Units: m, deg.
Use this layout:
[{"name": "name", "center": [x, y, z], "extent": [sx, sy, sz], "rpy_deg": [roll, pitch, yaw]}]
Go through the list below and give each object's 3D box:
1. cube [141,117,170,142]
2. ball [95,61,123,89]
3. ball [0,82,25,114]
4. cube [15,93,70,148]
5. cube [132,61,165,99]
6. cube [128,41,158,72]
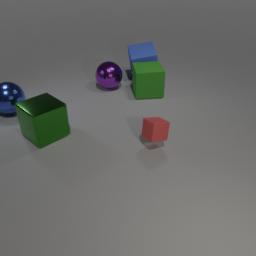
[{"name": "cube", "center": [0.982, 0.040, 10.065], "extent": [0.700, 0.700, 0.700], "rpy_deg": [-5, 21, -30]}, {"name": "ball", "center": [-0.981, -2.717, 14.404], "extent": [1.400, 1.400, 1.400], "rpy_deg": [0, 33, 0]}, {"name": "ball", "center": [-5.195, -1.304, 12.142], "extent": [1.400, 1.400, 1.400], "rpy_deg": [0, 33, 0]}, {"name": "cube", "center": [-3.250, -0.328, 10.747], "extent": [1.400, 1.400, 1.400], "rpy_deg": [-28, 42, -36]}, {"name": "cube", "center": [0.983, -2.384, 13.874], "extent": [1.400, 1.400, 1.400], "rpy_deg": [-4, 33, -5]}, {"name": "cube", "center": [0.822, -3.668, 15.296], "extent": [1.400, 1.400, 1.400], "rpy_deg": [-10, 46, 0]}]
